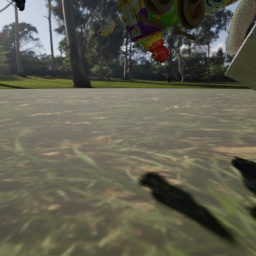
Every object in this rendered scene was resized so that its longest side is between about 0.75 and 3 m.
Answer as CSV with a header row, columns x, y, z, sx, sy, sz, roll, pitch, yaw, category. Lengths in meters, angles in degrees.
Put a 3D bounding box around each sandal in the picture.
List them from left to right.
x,y,z,sx,sy,sz,roll,pitch,yaw,category
3.199,-3.043,8.217,0.733,1.801,0.443,-9,42,-22,sandal

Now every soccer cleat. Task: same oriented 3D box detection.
x,y,z,sx,sy,sz,roll,pitch,yaw,category
-0.942,-4.274,12.104,0.477,0.426,1.229,6,-6,-25,soccer cleat

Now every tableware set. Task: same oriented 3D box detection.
x,y,z,sx,sy,sz,roll,pitch,yaw,category
0.603,-1.524,3.322,1.109,0.733,0.222,1,6,-42,tableware set

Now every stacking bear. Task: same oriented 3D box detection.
x,y,z,sx,sy,sz,roll,pitch,yaw,category
0.931,-3.175,10.362,0.922,1.621,0.984,-23,-11,-41,stacking bear

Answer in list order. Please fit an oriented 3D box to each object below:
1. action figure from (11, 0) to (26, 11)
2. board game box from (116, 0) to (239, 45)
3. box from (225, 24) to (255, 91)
x,y,z,sx,sy,sz,roll,pitch,yaw,category
-2.381,-3.059,5.253,0.804,1.537,1.487,25,30,9,action figure
1.072,-2.953,6.184,2.518,1.297,1.320,-20,11,11,board game box
3.502,-1.843,7.351,1.200,0.838,1.576,31,-23,10,box
